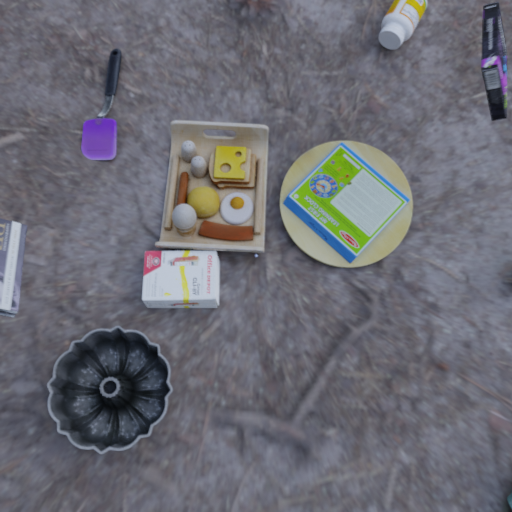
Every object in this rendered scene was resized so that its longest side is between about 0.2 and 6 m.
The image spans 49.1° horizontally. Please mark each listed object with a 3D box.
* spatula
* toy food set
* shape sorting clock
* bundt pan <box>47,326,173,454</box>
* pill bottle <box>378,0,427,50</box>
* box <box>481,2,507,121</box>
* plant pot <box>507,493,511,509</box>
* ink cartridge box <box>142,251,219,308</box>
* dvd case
[{"bbox_3d":[-2.871,-2.963,10.752,0.697,0.253,2.465,0,68,10],"label":"spatula"},{"bbox_3d":[-0.722,-1.235,9.781,1.824,0.768,2.542,3,67,1],"label":"toy food set"},{"bbox_3d":[1.573,-0.924,9.855,2.325,0.456,2.325,1,74,-3],"label":"shape sorting clock"},{"bbox_3d":[-2.171,2.068,8.589,1.868,0.701,1.868,0,69,-1],"label":"bundt pan"},{"bbox_3d":[2.905,-4.720,11.216,0.644,0.644,1.160,27,72,10],"label":"pill bottle"},{"bbox_3d":[3.514,-2.854,8.229,0.254,1.007,1.408,-5,57,29],"label":"box"},{"bbox_3d":[4.069,3.537,7.914,0.747,1.114,1.114,-40,72,14],"label":"plant pot"},{"bbox_3d":[-1.235,0.388,9.331,1.212,0.506,0.880,-1,69,0],"label":"ink cartridge box"},{"bbox_3d":[-3.284,-0.083,5.647,1.785,0.143,1.327,17,38,-30],"label":"dvd case"}]
